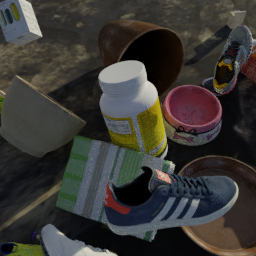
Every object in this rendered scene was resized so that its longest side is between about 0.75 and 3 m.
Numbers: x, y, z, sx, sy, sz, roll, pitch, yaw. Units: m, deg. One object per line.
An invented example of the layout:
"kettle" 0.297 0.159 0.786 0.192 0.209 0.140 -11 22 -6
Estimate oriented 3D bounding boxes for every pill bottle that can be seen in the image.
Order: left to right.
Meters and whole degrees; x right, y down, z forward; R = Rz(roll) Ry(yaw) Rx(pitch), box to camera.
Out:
"pill bottle" 0.147 -0.332 7.886 1.600 2.845 1.600 -10 36 8
"pill bottle" 5.048 -2.418 10.506 1.413 1.413 2.518 -29 58 -20

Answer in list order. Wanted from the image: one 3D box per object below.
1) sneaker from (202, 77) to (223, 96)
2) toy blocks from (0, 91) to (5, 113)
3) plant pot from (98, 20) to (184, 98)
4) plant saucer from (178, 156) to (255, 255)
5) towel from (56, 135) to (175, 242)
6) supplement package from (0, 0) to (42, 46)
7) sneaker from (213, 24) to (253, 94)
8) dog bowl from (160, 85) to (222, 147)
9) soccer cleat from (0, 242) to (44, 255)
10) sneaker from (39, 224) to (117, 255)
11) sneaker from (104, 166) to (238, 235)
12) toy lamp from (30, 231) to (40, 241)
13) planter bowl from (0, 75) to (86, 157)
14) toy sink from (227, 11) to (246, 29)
"sneaker" 3.507 -1.649 10.479 1.175 0.447 0.849 -26 46 -7
"toy blocks" -5.394 -0.431 9.340 2.055 0.895 2.466 28 58 20
"plant pot" 0.077 -2.771 10.255 2.714 2.714 2.904 -25 46 -17
"plant saucer" 2.608 2.103 7.702 2.863 0.493 2.863 -1 53 1
"towel" -0.383 1.549 7.613 2.876 0.441 2.145 16 87 14
"supplement package" -2.998 -2.914 7.693 0.747 0.742 0.985 -18 94 11
"sneaker" 2.888 -1.881 7.727 0.751 1.929 0.792 19 10 25
"dog bowl" 2.101 -0.516 9.445 2.252 0.830 2.252 0 53 -1
"soccer cleat" -2.641 3.062 6.979 1.149 0.481 0.372 2 53 2
"sneaker" -0.928 3.316 6.572 2.964 1.104 1.291 40 55 16
"sneaker" 0.883 1.265 5.664 2.835 1.198 1.063 -13 26 -7
"toy lamp" -2.014 2.886 7.247 0.978 0.285 0.285 11 54 8
"planter bowl" -2.741 -0.174 8.443 2.488 2.488 1.674 33 88 22
"toy sink" 4.967 -5.064 12.855 0.534 0.820 0.459 -12 54 -8
